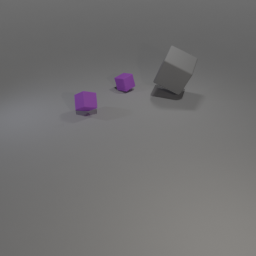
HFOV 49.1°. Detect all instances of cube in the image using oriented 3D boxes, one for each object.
[{"bbox_3d":[-1.830,-1.151,12.153,0.700,0.700,0.700,2,-11,-44],"label":"cube"},{"bbox_3d":[-0.160,-2.375,14.471,0.700,0.700,0.700,-35,35,-32],"label":"cube"},{"bbox_3d":[2.235,-2.717,13.213,1.400,1.400,1.400,27,50,-1],"label":"cube"}]
